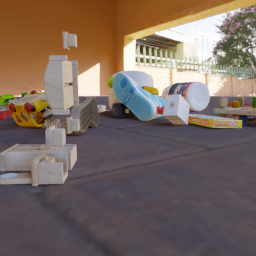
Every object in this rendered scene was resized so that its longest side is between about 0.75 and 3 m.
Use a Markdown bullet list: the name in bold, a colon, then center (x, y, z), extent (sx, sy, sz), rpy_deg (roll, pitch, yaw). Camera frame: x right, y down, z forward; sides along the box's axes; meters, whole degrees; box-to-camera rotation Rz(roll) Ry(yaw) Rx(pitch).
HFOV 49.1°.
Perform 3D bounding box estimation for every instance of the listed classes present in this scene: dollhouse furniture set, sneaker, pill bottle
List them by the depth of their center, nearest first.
- **dollhouse furniture set**: center (-1.389, -0.457, 4.244), extent (1.064, 2.178, 1.858), rpy_deg (-1, 9, -3)
- **sneaker**: center (-1.564, -0.413, 8.265), extent (1.045, 0.974, 2.766), rpy_deg (-3, 7, 5)
- **dollhouse furniture set**: center (-3.904, -0.478, 10.669), extent (1.841, 0.924, 1.206), rpy_deg (35, 30, 22)
- **sneaker**: center (0.553, -1.240, 11.491), extent (1.673, 1.019, 2.563), rpy_deg (-1, 47, -50)
- **pill bottle**: center (3.123, -1.800, 15.799), extent (1.587, 1.587, 2.653), rpy_deg (-4, 8, -28)

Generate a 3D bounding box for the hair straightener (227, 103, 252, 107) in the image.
- **hair straightener**: center (6.079, -0.895, 13.073), extent (2.675, 0.547, 1.029), rpy_deg (5, 10, 32)

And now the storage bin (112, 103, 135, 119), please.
- **storage bin**: center (-0.172, -0.723, 11.628), extent (0.916, 0.619, 0.429), rpy_deg (-7, 10, -39)

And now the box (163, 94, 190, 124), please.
- **box**: center (1.585, -0.580, 9.084), extent (0.498, 0.713, 0.936), rpy_deg (0, -18, 32)

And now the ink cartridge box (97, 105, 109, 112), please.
- **ink cartridge box**: center (-1.918, -1.070, 15.097), extent (1.510, 0.338, 1.330), rpy_deg (3, 10, 17)

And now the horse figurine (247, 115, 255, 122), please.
- **horse figurine**: center (4.714, -0.306, 9.536), extent (1.394, 0.348, 0.924), rpy_deg (1, -3, 43)

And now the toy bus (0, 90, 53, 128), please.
- **toy bus**: center (-2.732, -0.522, 8.571), extent (1.898, 1.039, 2.012), rpy_deg (-21, 25, 4)

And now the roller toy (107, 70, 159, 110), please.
- **roller toy**: center (0.194, -1.536, 12.848), extent (2.283, 1.595, 2.082), rpy_deg (0, -14, -3)

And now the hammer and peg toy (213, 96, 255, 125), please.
- **hammer and peg toy**: center (4.482, -0.572, 9.420), extent (1.945, 0.932, 2.644), rpy_deg (-8, 11, -43)

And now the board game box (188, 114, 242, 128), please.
- **board game box**: center (2.651, -0.264, 9.527), extent (1.084, 0.340, 2.270), rpy_deg (1, 5, -20)

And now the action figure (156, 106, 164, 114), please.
- **action figure**: center (1.472, -0.608, 10.240), extent (0.524, 0.414, 1.603), rpy_deg (10, 3, 36)
